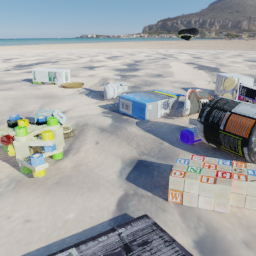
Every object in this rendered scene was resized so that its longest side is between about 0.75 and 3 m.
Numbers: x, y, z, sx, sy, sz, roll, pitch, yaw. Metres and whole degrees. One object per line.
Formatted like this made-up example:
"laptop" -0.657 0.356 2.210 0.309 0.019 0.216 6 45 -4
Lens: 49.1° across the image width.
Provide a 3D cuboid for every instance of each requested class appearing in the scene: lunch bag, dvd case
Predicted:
"lunch bag" -2.583 -0.287 9.430 0.971 0.592 0.827 7 18 -7
"dvd case" 0.201 2.118 3.151 2.078 0.223 2.794 -12 23 -31

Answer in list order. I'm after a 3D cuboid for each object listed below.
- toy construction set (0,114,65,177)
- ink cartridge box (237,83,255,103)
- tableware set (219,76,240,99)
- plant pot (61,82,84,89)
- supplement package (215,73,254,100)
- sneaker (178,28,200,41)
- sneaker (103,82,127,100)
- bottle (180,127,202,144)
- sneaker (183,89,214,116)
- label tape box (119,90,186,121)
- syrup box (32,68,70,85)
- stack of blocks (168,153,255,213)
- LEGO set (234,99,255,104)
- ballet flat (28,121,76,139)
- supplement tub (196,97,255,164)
"toy construction set" -2.888 0.226 7.066 2.990 1.377 1.960 17 24 13
"ink cartridge box" 5.097 -1.322 11.854 0.350 0.894 1.888 -3 20 -9
"tableware set" 3.054 -1.142 8.667 0.592 0.896 0.180 -3 26 -14
"plant pot" -3.171 -2.448 16.119 1.343 0.185 1.343 -1 19 0
"supplement package" 5.103 -2.032 13.615 1.048 1.052 1.793 -2 20 -6
"sneaker" 2.297 -3.447 10.399 0.357 0.412 0.995 -47 38 -12
"sneaker" -0.584 -1.845 13.518 1.163 0.760 2.023 -4 16 -3
"bottle" 2.157 0.166 8.389 1.243 0.406 0.519 -11 22 -29
"sneaker" 2.897 -1.023 11.040 1.026 0.966 2.506 16 25 24
"label tape box" 0.997 -0.978 11.164 2.251 0.744 1.613 -13 24 -38
"syrup box" -4.654 -3.137 17.032 2.163 0.852 0.881 7 21 16
"stack of blocks" 1.864 1.098 5.495 1.950 0.571 1.123 7 21 18
"LEGO set" 4.310 -0.689 10.691 1.869 0.815 2.878 9 8 19
"ballet flat" -2.622 0.023 8.686 2.054 0.476 0.692 5 20 14
"supplement tub" 3.025 0.070 7.163 1.417 1.417 2.313 -11 23 -29
